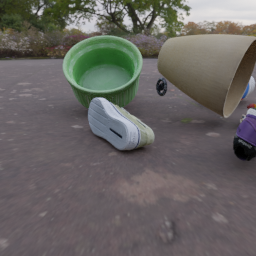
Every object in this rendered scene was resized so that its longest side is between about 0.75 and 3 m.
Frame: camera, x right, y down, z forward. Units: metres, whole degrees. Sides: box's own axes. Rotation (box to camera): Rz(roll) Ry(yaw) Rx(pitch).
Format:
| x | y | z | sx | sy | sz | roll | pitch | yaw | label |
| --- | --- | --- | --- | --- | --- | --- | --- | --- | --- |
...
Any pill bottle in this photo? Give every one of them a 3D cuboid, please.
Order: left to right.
| x | y | z | sx | sy | sz | roll | pitch | yaw | label |
| --- | --- | --- | --- | --- | --- | --- | --- | --- | --- |
| 4.314 | -1.743 | 11.942 | 2.526 | 1.418 | 1.418 | -13 | 21 | -36 | pill bottle |

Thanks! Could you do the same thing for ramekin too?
| x | y | z | sx | sy | sz | roll | pitch | yaw | label |
| --- | --- | --- | --- | --- | --- | --- | --- | --- | --- |
| -0.897 | -2.014 | 10.695 | 2.906 | 1.419 | 2.906 | -1 | 57 | 1 | ramekin |

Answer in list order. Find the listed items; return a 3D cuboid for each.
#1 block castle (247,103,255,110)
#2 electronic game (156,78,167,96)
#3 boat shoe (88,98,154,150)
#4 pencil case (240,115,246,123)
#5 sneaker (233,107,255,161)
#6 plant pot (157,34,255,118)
| x | y | z | sx | sy | sz | roll | pitch | yaw | label |
| --- | --- | --- | --- | --- | --- | --- | --- | --- | --- |
| 4.393 | -0.680 | 8.948 | 1.198 | 0.562 | 0.800 | 8 | -35 | -44 | block castle |
| 1.433 | -1.752 | 11.929 | 0.164 | 0.787 | 0.787 | -5 | 17 | -25 | electronic game |
| -0.314 | -0.088 | 7.648 | 0.853 | 0.990 | 2.750 | 7 | 19 | -32 | boat shoe |
| 3.933 | -0.148 | 8.436 | 1.033 | 0.402 | 0.462 | 11 | 26 | 34 | pencil case |
| 2.595 | 0.265 | 6.049 | 0.793 | 0.917 | 2.095 | 36 | 4 | 28 | sneaker |
| 2.334 | -1.923 | 8.857 | 2.620 | 2.453 | 2.453 | 25 | 27 | 27 | plant pot |
